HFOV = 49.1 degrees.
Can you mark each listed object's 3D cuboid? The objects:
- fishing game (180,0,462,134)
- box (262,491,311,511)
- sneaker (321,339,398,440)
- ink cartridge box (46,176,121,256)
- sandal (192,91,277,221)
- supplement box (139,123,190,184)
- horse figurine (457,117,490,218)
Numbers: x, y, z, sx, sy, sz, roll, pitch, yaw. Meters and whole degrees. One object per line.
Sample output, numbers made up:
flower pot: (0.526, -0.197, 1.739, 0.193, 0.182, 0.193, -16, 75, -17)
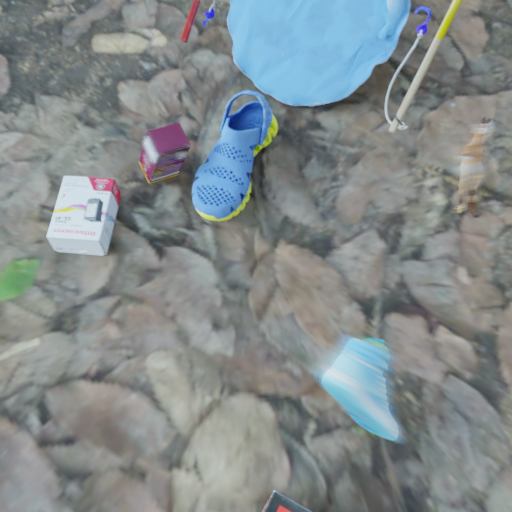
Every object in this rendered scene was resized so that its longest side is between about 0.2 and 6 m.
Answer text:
fishing game: (1.013, -4.219, 9.604, 4.586, 0.713, 3.284, 25, 103, 18)
box: (1.338, 4.708, 5.476, 4.180, 0.834, 2.862, 25, 65, 13)
sneaker: (1.458, 1.558, 6.811, 0.558, 1.403, 0.916, 1, 49, 50)
ink cartridge box: (-2.592, -0.623, 8.489, 0.826, 0.479, 1.119, 4, 61, 2)
sandal: (-0.368, -1.652, 8.719, 0.950, 1.041, 2.390, 15, 66, 8)
supplement box: (-1.422, -1.565, 8.609, 0.546, 0.989, 0.423, -22, 80, -24)
horse figurine: (3.249, -1.252, 8.447, 0.349, 1.397, 0.926, 8, 48, 24)
